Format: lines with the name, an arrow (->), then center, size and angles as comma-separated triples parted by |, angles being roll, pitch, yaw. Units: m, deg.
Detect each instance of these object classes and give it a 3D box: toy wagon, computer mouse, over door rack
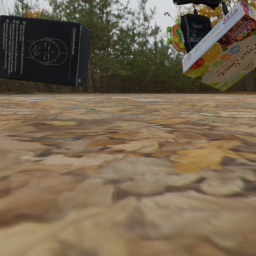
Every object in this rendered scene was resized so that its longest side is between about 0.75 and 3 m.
toy wagon -> 1.652, -2.914, 8.704 | 0.951, 1.226, 0.243 | 7, -18, -23
computer mouse -> 2.242, -2.808, 8.027 | 1.731, 2.466, 0.568 | -5, -23, -15
over door rack -> 1.458, -3.199, 9.354 | 0.845, 1.143, 0.381 | -45, 2, 46

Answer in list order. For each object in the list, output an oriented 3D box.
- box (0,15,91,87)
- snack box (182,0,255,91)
box -> -2.672, -2.451, 9.189 | 2.608, 1.936, 1.396 | 8, 9, 4
snack box -> 2.435, -1.797, 6.613 | 1.402, 0.522, 1.971 | 16, -34, -24
